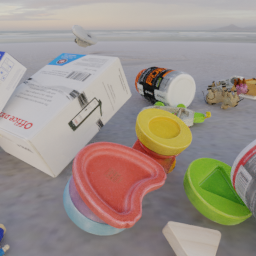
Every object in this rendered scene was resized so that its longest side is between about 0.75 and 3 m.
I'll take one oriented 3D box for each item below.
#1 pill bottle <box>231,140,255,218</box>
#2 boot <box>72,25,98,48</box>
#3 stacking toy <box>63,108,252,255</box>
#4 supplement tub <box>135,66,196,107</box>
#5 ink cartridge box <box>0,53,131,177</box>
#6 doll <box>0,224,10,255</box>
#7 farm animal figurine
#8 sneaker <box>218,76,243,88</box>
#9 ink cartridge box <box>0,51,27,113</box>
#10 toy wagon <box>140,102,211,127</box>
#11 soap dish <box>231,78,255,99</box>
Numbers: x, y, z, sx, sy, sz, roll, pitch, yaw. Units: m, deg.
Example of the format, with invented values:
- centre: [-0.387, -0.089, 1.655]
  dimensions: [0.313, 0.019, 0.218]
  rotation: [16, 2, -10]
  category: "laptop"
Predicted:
- centre: [2.469, 1.173, 3.517]
  dimensions: [1.356, 1.356, 2.381]
  rotation: [-4, 32, -10]
  category: "pill bottle"
- centre: [-1.805, -3.389, 10.604]
  dimensions: [0.677, 0.521, 1.416]
  rotation: [-17, -13, 27]
  category: "boot"
- centre: [0.538, 1.178, 4.984]
  dimensions: [2.713, 1.266, 2.997]
  rotation: [40, 40, 20]
  category: "stacking toy"
- centre: [1.363, -1.622, 11.003]
  dimensions: [1.440, 1.440, 2.351]
  rotation: [-13, 24, -30]
  category: "supplement tub"
- centre: [-1.700, -0.526, 6.910]
  dimensions: [2.176, 1.257, 2.981]
  rotation: [16, 53, 36]
  category: "ink cartridge box"
- centre: [-1.990, 1.729, 3.973]
  dimensions: [0.607, 0.216, 0.890]
  rotation: [-4, 21, -6]
  category: "doll"
- centre: [3.797, -1.212, 10.828]
  dimensions: [1.801, 0.950, 1.821]
  rotation: [1, 25, 38]
  category: "farm animal figurine"
- centre: [5.099, -2.226, 13.592]
  dimensions: [0.676, 0.530, 1.360]
  rotation: [-5, 3, -39]
  category: "sneaker"
- centre: [-3.495, -0.307, 5.979]
  dimensions: [1.383, 2.943, 0.651]
  rotation: [15, -17, 34]
  category: "ink cartridge box"
- centre: [1.525, -0.372, 9.148]
  dimensions: [2.258, 0.447, 1.752]
  rotation: [6, 22, 14]
  category: "toy wagon"
- centre: [5.645, -1.798, 12.548]
  dimensions: [1.630, 0.662, 1.282]
  rotation: [-13, 24, -32]
  category: "soap dish"
